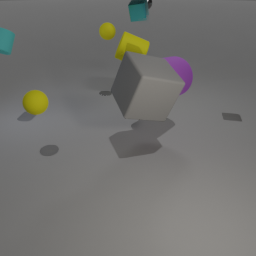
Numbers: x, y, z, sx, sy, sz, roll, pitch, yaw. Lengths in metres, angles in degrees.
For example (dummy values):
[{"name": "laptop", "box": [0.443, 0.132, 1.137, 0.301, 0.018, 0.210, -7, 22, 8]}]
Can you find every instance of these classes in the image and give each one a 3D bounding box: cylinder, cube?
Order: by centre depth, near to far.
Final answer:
[{"name": "cube", "box": [0.516, -1.182, 8.144, 1.400, 1.400, 1.400, 3, 40, -28]}, {"name": "cylinder", "box": [-4.158, -2.859, 9.226, 0.700, 0.700, 0.700, 12, -1, 0]}, {"name": "cylinder", "box": [1.305, -1.690, 9.585, 1.400, 1.400, 1.400, 18, 25, 30]}, {"name": "cube", "box": [0.456, -4.952, 11.752, 0.700, 0.700, 0.700, -1, 40, 15]}, {"name": "cylinder", "box": [0.202, -4.029, 14.431, 1.400, 1.400, 1.400, 20, 26, -10]}]

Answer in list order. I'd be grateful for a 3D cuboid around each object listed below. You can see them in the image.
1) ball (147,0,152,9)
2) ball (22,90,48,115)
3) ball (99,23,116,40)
[{"name": "ball", "box": [0.852, -6.187, 13.842, 0.700, 0.700, 0.700, 0, 28, 0]}, {"name": "ball", "box": [-2.608, -0.721, 7.903, 0.700, 0.700, 0.700, 0, 28, 0]}, {"name": "ball", "box": [-0.869, -4.091, 11.853, 0.700, 0.700, 0.700, 0, 28, 0]}]
